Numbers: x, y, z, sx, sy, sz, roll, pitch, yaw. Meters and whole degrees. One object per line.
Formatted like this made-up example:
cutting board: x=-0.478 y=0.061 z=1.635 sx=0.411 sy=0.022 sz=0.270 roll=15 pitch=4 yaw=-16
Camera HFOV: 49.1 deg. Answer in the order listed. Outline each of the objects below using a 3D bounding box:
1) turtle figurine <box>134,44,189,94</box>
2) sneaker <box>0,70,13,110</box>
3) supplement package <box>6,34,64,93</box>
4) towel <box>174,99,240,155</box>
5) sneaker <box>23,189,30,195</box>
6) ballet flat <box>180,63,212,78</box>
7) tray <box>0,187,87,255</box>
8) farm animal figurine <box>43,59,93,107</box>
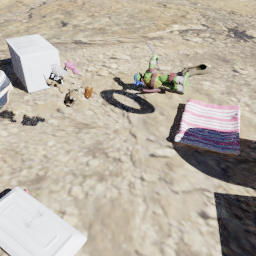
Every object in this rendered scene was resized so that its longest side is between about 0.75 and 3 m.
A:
turtle figurine: x=1.353 y=-2.160 z=10.686 sx=2.001 sy=1.485 sz=2.064 roll=18 pitch=42 yaw=16
sneaker: x=-4.666 y=-0.835 z=9.364 sx=0.880 sy=0.891 sz=2.243 roll=15 pitch=61 yaw=30
supplement package: x=-3.870 y=-2.757 z=11.525 sx=1.436 sy=1.492 sz=2.622 roll=-19 pitch=39 yaw=-24
towel: x=2.537 y=-0.149 z=8.675 sx=1.817 sy=0.371 sz=2.483 roll=10 pitch=35 yaw=16
sneaker: x=-2.520 y=1.612 z=6.077 sx=0.307 sy=0.346 sz=0.819 roll=24 pitch=41 yaw=31
ballet flat: x=3.010 y=-2.575 z=12.230 sx=1.789 sy=0.415 sz=0.603 roll=-19 pitch=38 yaw=-25
tray: x=-1.913 y=1.928 z=5.447 sx=2.059 sy=0.228 sz=1.106 roll=27 pitch=42 yaw=21
farm animal figurine: x=-1.453 y=-0.984 z=6.784 sx=0.951 sy=1.178 sz=0.592 roll=-8 pitch=50 yaw=28
